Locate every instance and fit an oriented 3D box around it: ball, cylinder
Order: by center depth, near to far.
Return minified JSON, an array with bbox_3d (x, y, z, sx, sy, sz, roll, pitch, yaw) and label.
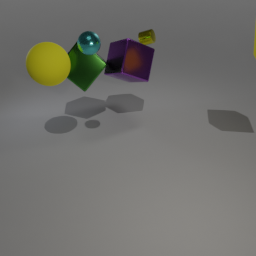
[{"bbox_3d":[-1.171,-2.551,8.429,0.700,0.700,0.700,0,30,0],"label":"ball"},{"bbox_3d":[-2.585,-2.070,9.112,1.400,1.400,1.400,0,30,0],"label":"ball"},{"bbox_3d":[0.982,-4.650,14.405,0.700,0.700,0.700,-7,25,27],"label":"cylinder"}]

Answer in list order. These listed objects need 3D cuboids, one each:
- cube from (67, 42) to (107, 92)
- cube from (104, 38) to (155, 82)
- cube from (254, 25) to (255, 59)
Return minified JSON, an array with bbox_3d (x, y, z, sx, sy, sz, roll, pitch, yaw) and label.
[{"bbox_3d":[-1.831,-2.524,11.235,1.400,1.400,1.400,38,9,-17],"label":"cube"},{"bbox_3d":[0.044,-2.746,11.647,1.400,1.400,1.400,11,1,-35],"label":"cube"},{"bbox_3d":[4.793,-2.763,8.668,1.400,1.400,1.400,-2,33,15],"label":"cube"}]
